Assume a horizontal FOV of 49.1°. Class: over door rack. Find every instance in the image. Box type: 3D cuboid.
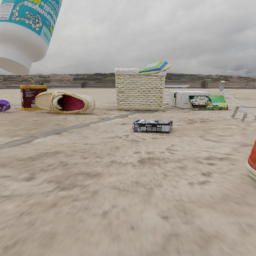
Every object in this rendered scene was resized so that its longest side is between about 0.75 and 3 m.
[{"bbox_3d":[4.405,-0.871,9.718,1.832,0.826,2.480,-1,31,-1],"label":"over door rack"}]

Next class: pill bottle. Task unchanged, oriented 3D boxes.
[{"bbox_3d":[-3.088,-3.159,8.500,1.640,2.960,1.640,10,-15,3],"label":"pill bottle"}]

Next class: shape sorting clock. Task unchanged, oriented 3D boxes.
[{"bbox_3d":[0.897,-2.049,9.744,1.215,0.238,1.215,-15,22,7],"label":"shape sorting clock"}]

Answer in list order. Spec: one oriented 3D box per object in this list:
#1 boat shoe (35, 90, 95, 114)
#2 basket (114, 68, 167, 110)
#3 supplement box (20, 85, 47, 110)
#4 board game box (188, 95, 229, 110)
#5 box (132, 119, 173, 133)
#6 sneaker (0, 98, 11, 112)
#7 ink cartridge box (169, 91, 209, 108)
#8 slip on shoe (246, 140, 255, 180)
[{"bbox_3d":[-2.598,-1.033,10.960,2.541,0.937,0.879,3,4,13],"label":"boat shoe"},{"bbox_3d":[0.628,-1.836,12.990,2.291,1.843,2.271,0,10,5],"label":"basket"},{"bbox_3d":[-4.196,-1.366,12.514,1.056,1.070,0.711,-5,11,-27],"label":"supplement box"},{"bbox_3d":[3.553,-1.127,12.421,1.613,0.189,0.845,0,46,-4],"label":"board game box"},{"bbox_3d":[0.653,-0.055,7.236,0.964,0.240,0.760,2,9,14],"label":"box"},{"bbox_3d":[-5.501,-0.827,11.466,1.427,0.575,0.595,-8,24,4],"label":"sneaker"},{"bbox_3d":[2.933,-1.412,13.661,1.341,0.781,1.854,-2,10,-9],"label":"ink cartridge box"},{"bbox_3d":[1.956,0.482,2.915,0.770,0.636,2.079,0,11,-7],"label":"slip on shoe"}]
